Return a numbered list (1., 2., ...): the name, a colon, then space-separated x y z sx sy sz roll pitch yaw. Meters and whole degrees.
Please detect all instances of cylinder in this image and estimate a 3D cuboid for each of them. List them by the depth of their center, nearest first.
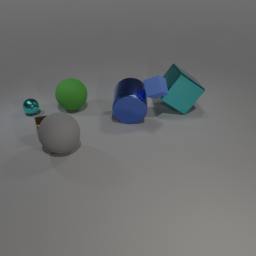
1. cylinder: 0.096 -1.137 11.603 1.400 1.400 1.400 1 40 2

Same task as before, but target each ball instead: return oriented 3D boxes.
1. ball: -2.333 0.161 9.543 1.400 1.400 1.400 0 30 0
2. ball: -4.211 -0.937 12.172 0.700 0.700 0.700 0 30 0
3. ball: -2.495 -1.494 12.358 1.400 1.400 1.400 0 30 0

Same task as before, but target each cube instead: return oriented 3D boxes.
1. cube: -3.077 -0.008 10.557 0.700 0.700 0.700 -12 32 -19
2. cube: 1.119 -1.619 11.156 0.700 0.700 0.700 -14 -9 27
3. cube: 2.240 -1.721 12.318 1.400 1.400 1.400 29 22 -21
